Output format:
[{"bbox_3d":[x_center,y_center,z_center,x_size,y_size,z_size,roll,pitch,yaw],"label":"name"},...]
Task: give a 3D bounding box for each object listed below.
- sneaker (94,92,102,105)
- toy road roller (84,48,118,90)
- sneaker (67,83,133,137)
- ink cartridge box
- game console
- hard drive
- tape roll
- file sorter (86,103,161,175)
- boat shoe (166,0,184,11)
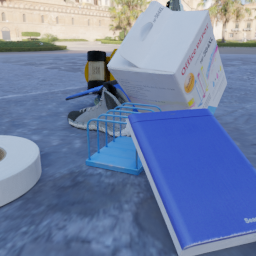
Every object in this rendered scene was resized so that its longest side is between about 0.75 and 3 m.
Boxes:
[{"bbox_3d":[-0.320,-1.039,9.792,1.768,0.651,1.043,-16,30,-35],"label":"sneaker"},{"bbox_3d":[-0.516,-2.567,12.903,2.972,1.827,2.170,0,6,2],"label":"toy road roller"},{"bbox_3d":[-0.720,-0.581,7.421,2.222,1.283,0.834,12,21,31],"label":"sneaker"},{"bbox_3d":[1.017,-1.355,6.693,1.746,2.789,1.793,15,68,36],"label":"ink cartridge box"},{"bbox_3d":[-0.287,-0.898,9.358,2.262,1.568,2.650,47,30,4],"label":"game console"},{"bbox_3d":[1.013,0.548,4.073,1.527,0.294,2.314,-5,42,-15],"label":"hard drive"},{"bbox_3d":[-2.740,0.710,4.782,2.440,0.446,2.440,-1,17,0],"label":"tape roll"},{"bbox_3d":[-0.005,0.121,5.773,1.100,0.972,1.585,8,19,22],"label":"file sorter"},{"bbox_3d":[1.390,-3.698,8.523,0.474,0.567,1.586,-3,49,4],"label":"boat shoe"}]
